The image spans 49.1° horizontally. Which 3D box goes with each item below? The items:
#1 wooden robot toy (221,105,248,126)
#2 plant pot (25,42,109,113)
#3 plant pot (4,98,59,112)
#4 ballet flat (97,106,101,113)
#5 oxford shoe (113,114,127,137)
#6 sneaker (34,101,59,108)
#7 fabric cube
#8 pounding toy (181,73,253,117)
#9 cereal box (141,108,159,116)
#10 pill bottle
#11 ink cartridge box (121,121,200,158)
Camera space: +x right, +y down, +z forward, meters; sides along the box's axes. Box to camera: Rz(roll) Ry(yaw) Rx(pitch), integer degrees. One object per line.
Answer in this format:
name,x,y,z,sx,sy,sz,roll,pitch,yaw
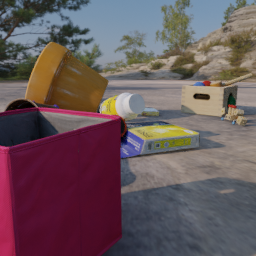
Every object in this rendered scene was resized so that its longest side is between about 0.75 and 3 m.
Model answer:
wooden robot toy,4.468,-0.516,11.386,0.753,0.731,1.660,9,11,-12
plant pot,-2.332,-1.628,11.531,2.662,2.908,2.908,22,11,-7
plant pot,-2.678,-0.146,8.314,1.410,1.410,1.396,4,4,19
ballet flat,-2.015,-0.957,13.058,2.315,0.737,0.780,0,15,0
oxford shoe,-1.307,0.272,7.796,2.602,0.926,0.944,-9,-10,-34
sneaker,-3.654,-0.426,9.951,2.523,1.053,1.017,-6,14,-24
fabric cube,-1.150,0.710,3.395,1.641,1.667,1.672,7,14,32
pounding toy,4.403,-1.724,13.866,2.659,1.890,2.447,9,16,36
cereal box,0.973,-0.788,13.450,0.829,0.228,1.152,2,13,-5
pill bottle,-0.169,-0.619,8.677,0.841,0.841,1.502,-9,-1,-36
ink cartridge box,0.497,0.228,8.281,2.296,0.540,2.269,-3,13,-21
